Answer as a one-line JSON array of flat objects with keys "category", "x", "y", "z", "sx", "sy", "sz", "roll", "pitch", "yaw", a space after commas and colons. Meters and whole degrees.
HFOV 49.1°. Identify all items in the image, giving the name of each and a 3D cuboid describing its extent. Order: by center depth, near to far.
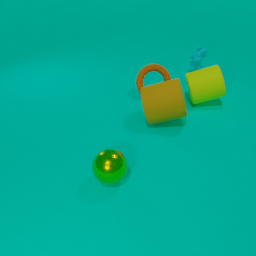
[{"category": "ball", "x": -0.415, "y": 0.868, "z": 6.349, "sx": 0.806, "sy": 0.806, "sz": 0.806, "roll": 0, "pitch": 36, "yaw": 0}, {"category": "cylinder", "x": 1.050, "y": -0.768, "z": 8.184, "sx": 1.131, "sy": 1.131, "sz": 1.131, "roll": -12, "pitch": 34, "yaw": 14}, {"category": "cylinder", "x": 2.508, "y": -1.406, "z": 9.146, "sx": 1.050, "sy": 1.050, "sz": 1.050, "roll": -15, "pitch": 34, "yaw": 10}, {"category": "ring", "x": 0.874, "y": -1.562, "z": 9.551, "sx": 1.229, "sy": 1.229, "sz": 0.246, "roll": -6, "pitch": 6, "yaw": -8}, {"category": "cow figurine", "x": 2.760, "y": -2.728, "z": 10.903, "sx": 0.912, "sy": 0.927, "sz": 0.509, "roll": -5, "pitch": 53, "yaw": -53}]
